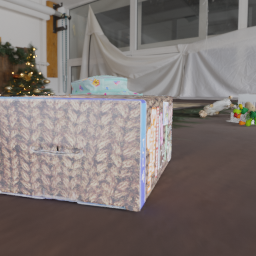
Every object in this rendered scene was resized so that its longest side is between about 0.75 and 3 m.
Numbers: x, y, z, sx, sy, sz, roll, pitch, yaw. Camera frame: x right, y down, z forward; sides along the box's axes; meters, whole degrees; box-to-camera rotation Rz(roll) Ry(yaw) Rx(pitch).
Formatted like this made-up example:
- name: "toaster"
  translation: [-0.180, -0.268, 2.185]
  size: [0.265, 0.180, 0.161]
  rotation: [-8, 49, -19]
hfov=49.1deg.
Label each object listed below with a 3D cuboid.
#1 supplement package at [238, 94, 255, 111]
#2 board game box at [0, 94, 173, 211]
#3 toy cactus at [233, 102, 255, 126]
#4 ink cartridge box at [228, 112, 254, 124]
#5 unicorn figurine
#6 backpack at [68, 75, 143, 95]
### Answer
- name: "supplement package"
  translation: [6.368, -1.010, 13.017]
  size: [2.119, 1.160, 1.205]
  rotation: [7, 11, 43]
- name: "board game box"
  translation: [-0.491, 0.118, 4.606]
  size: [2.111, 1.282, 2.648]
  rotation: [3, 8, 16]
- name: "toy cactus"
  translation: [4.747, -0.625, 10.700]
  size: [1.659, 0.848, 1.369]
  rotation: [5, 36, 2]
- name: "ink cartridge box"
  translation: [4.792, -0.436, 11.653]
  size: [0.723, 0.415, 1.234]
  rotation: [-5, 10, -33]
- name: "unicorn figurine"
  translation: [4.757, -1.073, 14.180]
  size: [2.477, 0.915, 1.701]
  rotation: [-5, -3, 4]
- name: "backpack"
  translation: [-0.719, -0.770, 9.246]
  size: [2.426, 1.860, 2.132]
  rotation: [4, -1, -33]
